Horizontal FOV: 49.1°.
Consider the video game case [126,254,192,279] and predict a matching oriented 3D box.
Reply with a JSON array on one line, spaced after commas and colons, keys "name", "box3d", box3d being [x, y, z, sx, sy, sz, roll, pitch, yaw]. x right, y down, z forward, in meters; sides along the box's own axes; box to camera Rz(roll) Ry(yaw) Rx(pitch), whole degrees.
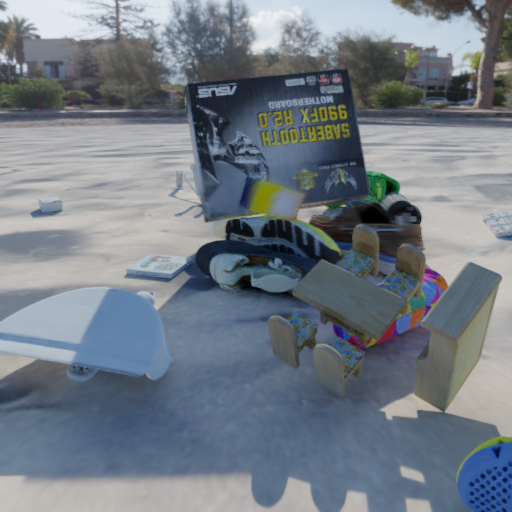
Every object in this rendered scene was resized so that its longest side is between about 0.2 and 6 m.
[{"name": "video game case", "box3d": [-1.795, 0.182, 10.483, 0.910, 0.118, 0.999, 5, 17, 15]}]

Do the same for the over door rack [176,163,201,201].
[{"name": "over door rack", "box3d": [-0.962, -2.445, 17.421, 2.486, 1.121, 3.365, -6, 18, -21]}]

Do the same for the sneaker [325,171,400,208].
[{"name": "sneaker", "box3d": [2.985, -1.972, 15.846, 2.988, 1.107, 1.249, -14, 18, -40]}]

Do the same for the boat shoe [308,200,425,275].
[{"name": "boat shoe", "box3d": [2.115, -0.505, 10.908, 1.087, 1.089, 3.010, -2, 17, -36]}]

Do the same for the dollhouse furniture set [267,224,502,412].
[{"name": "dollhouse furniture set", "box3d": [1.377, 0.525, 6.124, 2.061, 1.369, 1.806, 27, 56, 32]}]

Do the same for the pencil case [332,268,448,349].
[{"name": "pencil case", "box3d": [1.855, 0.685, 7.733, 1.876, 0.829, 0.829, -10, 20, -36]}]

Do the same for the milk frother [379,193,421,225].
[{"name": "milk frother", "box3d": [2.815, -0.770, 12.056, 1.141, 1.029, 1.073, 5, 18, -2]}]

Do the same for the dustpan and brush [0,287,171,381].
[{"name": "dustpan and brush", "box3d": [-1.888, 0.882, 7.363, 2.102, 0.862, 3.012, 8, 25, 8]}]

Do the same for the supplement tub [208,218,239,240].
[{"name": "supplement tub", "box3d": [-0.676, -1.047, 12.408, 0.857, 1.187, 0.857, -6, -27, -3]}]

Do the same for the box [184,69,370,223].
[{"name": "box", "box3d": [0.394, -2.191, 11.145, 3.322, 2.631, 0.803, -8, -4, -11]}]

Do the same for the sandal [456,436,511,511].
[{"name": "sandal", "box3d": [2.433, 1.883, 3.861, 2.049, 0.814, 0.892, 8, 23, 29]}]

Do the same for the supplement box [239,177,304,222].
[{"name": "supplement box", "box3d": [0.247, -0.938, 9.296, 0.905, 0.493, 0.496, 14, 9, -19]}]

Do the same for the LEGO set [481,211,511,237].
[{"name": "LEGO set", "box3d": [6.849, -0.750, 13.260, 2.566, 0.630, 1.917, -8, 15, 14]}]

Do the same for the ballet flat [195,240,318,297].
[{"name": "ballet flat", "box3d": [-0.066, 0.243, 9.173, 2.388, 0.872, 0.872, 9, 19, 21]}]

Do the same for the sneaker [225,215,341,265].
[{"name": "sneaker", "box3d": [0.644, -0.322, 10.378, 1.247, 1.080, 2.762, -14, 23, -36]}]

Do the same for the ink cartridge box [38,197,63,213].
[{"name": "ink cartridge box", "box3d": [-5.642, -1.401, 15.352, 0.516, 0.299, 0.713, -9, 19, -28]}]
